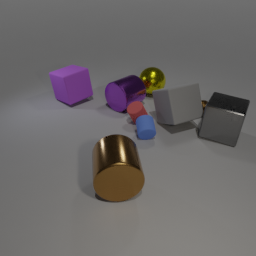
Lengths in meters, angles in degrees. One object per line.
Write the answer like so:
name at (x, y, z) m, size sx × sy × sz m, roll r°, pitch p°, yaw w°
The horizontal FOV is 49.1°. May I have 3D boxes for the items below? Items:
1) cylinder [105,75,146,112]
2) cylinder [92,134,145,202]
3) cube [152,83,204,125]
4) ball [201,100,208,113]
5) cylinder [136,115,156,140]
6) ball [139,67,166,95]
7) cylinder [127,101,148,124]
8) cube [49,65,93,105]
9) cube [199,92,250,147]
cylinder at (-0.115, -1.625, 13.020) m, size 1.400 × 1.400 × 1.400 m, roll 24°, pitch 37°, yaw 35°
cylinder at (-0.315, 1.123, 8.055) m, size 1.400 × 1.400 × 1.400 m, roll -4°, pitch 33°, yaw -6°
cube at (2.005, -0.984, 11.372) m, size 1.400 × 1.400 × 1.400 m, roll -15°, pitch 9°, yaw -20°
ball at (3.340, -0.892, 12.463) m, size 0.700 × 0.700 × 0.700 m, roll 0°, pitch 30°, yaw 0°
cylinder at (0.682, -0.023, 10.747) m, size 0.700 × 0.700 × 0.700 m, roll -4°, pitch 54°, yaw -6°
ball at (1.229, -2.407, 14.313) m, size 1.400 × 1.400 × 1.400 m, roll 0°, pitch 30°, yaw 0°
cylinder at (0.401, -0.638, 11.666) m, size 0.700 × 0.700 × 0.700 m, roll -15°, pitch 47°, yaw 17°
cube at (-2.752, -2.136, 13.631) m, size 1.400 × 1.400 × 1.400 m, roll -30°, pitch 35°, yaw -33°
cube at (3.687, -0.367, 10.728) m, size 1.400 × 1.400 × 1.400 m, roll 18°, pitch 34°, yaw 21°
